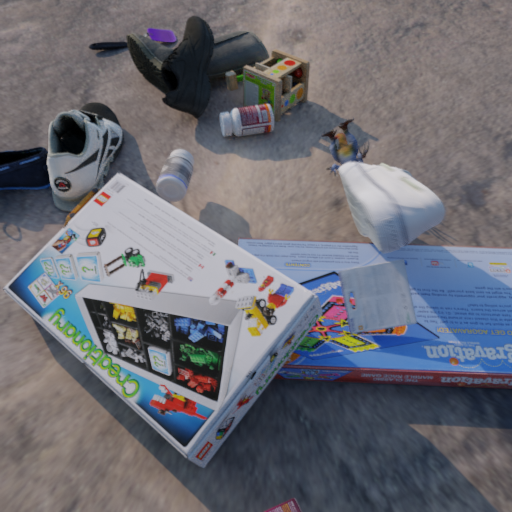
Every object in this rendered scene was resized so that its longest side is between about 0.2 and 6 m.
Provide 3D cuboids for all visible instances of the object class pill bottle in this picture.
[{"bbox_3d":[-0.202,-2.870,11.927,1.079,0.591,0.591,-10,48,-9],"label":"pill bottle"},{"bbox_3d":[-1.453,-1.485,10.216,0.548,0.548,0.963,5,45,5],"label":"pill bottle"}]

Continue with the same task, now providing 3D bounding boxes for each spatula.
[{"bbox_3d":[-3.253,-5.672,14.779,2.295,0.236,0.649,-16,54,-13],"label":"spatula"}]

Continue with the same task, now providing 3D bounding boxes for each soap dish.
[{"bbox_3d":[-2.572,-0.622,9.850,1.341,0.545,1.055,18,49,14],"label":"soap dish"}]

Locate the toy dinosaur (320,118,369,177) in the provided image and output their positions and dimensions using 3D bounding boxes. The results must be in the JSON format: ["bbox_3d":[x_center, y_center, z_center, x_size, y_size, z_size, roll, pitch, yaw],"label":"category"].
[{"bbox_3d":[1.892,-1.842,10.677,0.847,1.465,1.614,-25,-3,23],"label":"toy dinosaur"}]

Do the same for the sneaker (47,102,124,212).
[{"bbox_3d":[-3.359,-2.394,10.963,1.159,1.384,3.128,-4,45,-1],"label":"sneaker"}]

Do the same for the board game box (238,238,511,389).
[{"bbox_3d":[1.992,0.805,8.566,4.727,0.460,2.433,2,47,2],"label":"board game box"}]

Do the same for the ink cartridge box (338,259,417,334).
[{"bbox_3d":[1.719,0.584,7.987,0.947,0.205,0.930,-10,81,7],"label":"ink cartridge box"}]

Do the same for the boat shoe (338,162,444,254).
[{"bbox_3d":[2.080,-0.846,8.820,1.054,1.161,3.155,-18,23,5],"label":"boat shoe"}]

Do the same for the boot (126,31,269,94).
[{"bbox_3d":[-1.430,-4.991,13.640,2.735,0.992,2.486,-35,70,-20],"label":"boot"}]

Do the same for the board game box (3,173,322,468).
[{"bbox_3d":[-1.444,0.644,8.017,4.066,0.704,2.567,32,73,28],"label":"board game box"}]

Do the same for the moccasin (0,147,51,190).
[{"bbox_3d":[-5.103,-1.796,10.732,2.496,0.851,1.004,-7,47,-7],"label":"moccasin"}]

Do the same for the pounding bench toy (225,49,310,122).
[{"bbox_3d":[0.260,-4.003,12.704,1.606,0.997,1.252,31,54,25],"label":"pounding bench toy"}]

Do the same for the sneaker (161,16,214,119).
[{"bbox_3d":[-1.540,-4.246,12.266,1.074,0.899,2.367,8,73,-26],"label":"sneaker"}]

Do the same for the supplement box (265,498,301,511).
[{"bbox_3d":[0.186,3.143,6.387,0.720,0.472,0.372,-18,51,-16],"label":"supplement box"}]
